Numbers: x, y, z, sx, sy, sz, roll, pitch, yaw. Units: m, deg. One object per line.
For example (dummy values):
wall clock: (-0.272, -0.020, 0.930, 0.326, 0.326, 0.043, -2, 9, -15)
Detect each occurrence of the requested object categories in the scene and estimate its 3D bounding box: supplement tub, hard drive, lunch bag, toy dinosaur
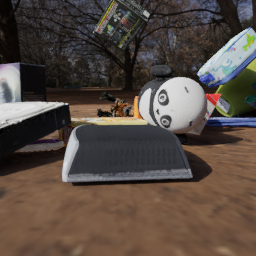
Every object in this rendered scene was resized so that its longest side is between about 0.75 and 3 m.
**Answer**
supplement tub: (1.270, -0.570, 9.354, 2.055, 1.259, 1.259, -1, 6, -6)
hard drive: (-2.443, 0.037, 4.749, 1.838, 0.498, 2.631, 2, 18, 23)
lunch bag: (3.430, -2.262, 9.637, 1.904, 0.977, 2.369, -42, 1, 2)
hard drive: (-0.122, 0.275, 4.497, 1.725, 0.541, 2.558, -1, 6, -6)
toy dinosaur: (-0.567, -0.948, 14.946, 1.987, 1.496, 2.928, 13, -17, -18)

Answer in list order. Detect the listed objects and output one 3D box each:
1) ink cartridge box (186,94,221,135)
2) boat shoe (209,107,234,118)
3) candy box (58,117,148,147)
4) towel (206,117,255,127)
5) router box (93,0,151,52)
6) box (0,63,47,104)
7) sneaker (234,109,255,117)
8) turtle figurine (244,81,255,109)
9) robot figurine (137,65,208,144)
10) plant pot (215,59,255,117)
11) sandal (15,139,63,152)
ink cartridge box: (2.057, -0.537, 8.318, 0.472, 1.403, 0.815, 35, -10, -24)
boat shoe: (4.467, -0.665, 13.727, 2.138, 0.766, 0.814, 8, -8, -1)
candy box: (-0.639, 0.053, 6.640, 1.982, 0.548, 1.144, -1, 7, -15)
towel: (4.251, -0.248, 11.352, 2.091, 0.344, 2.888, 0, 4, 17)
router box: (-0.247, -3.672, 9.758, 1.332, 0.552, 1.777, 30, -35, -16)
box: (-4.753, -1.384, 11.657, 2.426, 2.406, 1.495, 2, 6, 28)
sneaker: (5.612, -0.616, 13.113, 1.608, 0.606, 0.637, 10, -22, -31)
turtle figurine: (5.614, -0.749, 10.985, 2.335, 1.748, 1.176, 36, -34, -21)
robot figurine: (0.917, -0.534, 6.373, 1.496, 1.243, 1.992, 35, -2, -18)
plant pot: (4.932, -1.599, 11.981, 2.461, 2.303, 2.303, -35, 16, -13)
sandal: (-2.103, 0.246, 5.560, 1.594, 0.392, 0.649, -1, 6, -13)
